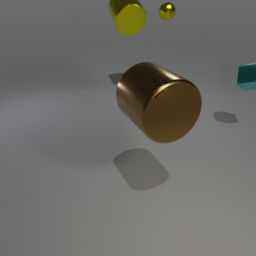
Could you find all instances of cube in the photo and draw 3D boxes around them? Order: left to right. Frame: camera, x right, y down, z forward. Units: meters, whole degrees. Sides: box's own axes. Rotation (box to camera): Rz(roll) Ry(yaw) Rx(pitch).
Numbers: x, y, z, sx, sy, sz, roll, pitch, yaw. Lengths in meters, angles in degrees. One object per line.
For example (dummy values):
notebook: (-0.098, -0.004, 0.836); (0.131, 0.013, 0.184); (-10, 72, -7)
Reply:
cube: (4.345, -1.791, 9.873); (0.700, 0.700, 0.700); (0, -13, 45)

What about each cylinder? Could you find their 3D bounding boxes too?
cylinder: (-0.035, -5.067, 12.366); (1.400, 1.400, 1.400); (-8, 49, -13)
cylinder: (0.627, -0.587, 6.110); (1.400, 1.400, 1.400); (-13, 31, -21)

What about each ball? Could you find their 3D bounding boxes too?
ball: (1.630, -4.834, 11.620); (0.700, 0.700, 0.700); (0, 31, 0)
